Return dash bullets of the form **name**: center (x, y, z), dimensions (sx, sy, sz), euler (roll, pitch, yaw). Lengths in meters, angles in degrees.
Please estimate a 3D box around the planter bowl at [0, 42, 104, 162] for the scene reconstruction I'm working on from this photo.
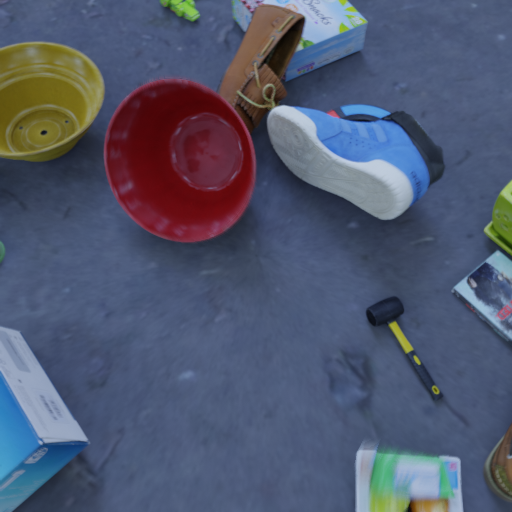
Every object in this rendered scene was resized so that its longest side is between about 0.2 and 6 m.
- **planter bowl**: center (-4.180, -2.656, 10.638), dimensions (2.764, 1.151, 2.764), euler (1, 63, -2)

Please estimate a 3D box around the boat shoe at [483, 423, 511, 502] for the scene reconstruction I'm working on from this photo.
- **boat shoe**: center (4.340, 2.274, 8.056), dimensions (1.014, 0.958, 2.819), euler (31, 66, 16)

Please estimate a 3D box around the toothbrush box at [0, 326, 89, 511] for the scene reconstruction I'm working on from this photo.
- **toothbrush box**: center (-4.066, 2.578, 7.355), dimensions (2.886, 1.231, 2.113), euler (-41, 68, -4)

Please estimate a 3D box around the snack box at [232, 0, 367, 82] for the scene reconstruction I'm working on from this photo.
- **snack box**: center (0.895, -5.156, 12.215), dimensions (2.018, 0.810, 2.393), euler (-26, 65, -12)

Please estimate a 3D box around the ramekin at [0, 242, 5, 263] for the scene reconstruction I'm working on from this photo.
- **ramekin**: center (-4.768, -0.093, 9.710), dimensions (0.695, 0.339, 0.695), euler (0, 61, 0)

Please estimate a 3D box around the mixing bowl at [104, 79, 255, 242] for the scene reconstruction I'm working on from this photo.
- **mixing bowl**: center (-1.085, -1.699, 9.657), dimensions (2.644, 2.644, 1.432), euler (19, 23, 10)

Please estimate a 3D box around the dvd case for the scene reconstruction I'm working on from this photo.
- **dvd case**: center (4.271, 0.788, 9.303), dimensions (1.191, 0.180, 1.632), euler (-35, 66, -17)

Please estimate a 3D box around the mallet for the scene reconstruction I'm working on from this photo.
- **mallet**: center (2.482, 1.430, 8.925), dimensions (0.582, 0.364, 1.767), euler (-30, 70, -18)

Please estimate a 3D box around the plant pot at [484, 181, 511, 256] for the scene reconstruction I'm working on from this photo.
- **plant pot**: center (4.897, -0.621, 9.390), dimensions (1.552, 1.415, 1.560), euler (-38, 68, -18)

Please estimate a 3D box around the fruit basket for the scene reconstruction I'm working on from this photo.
- **fruit basket**: center (2.071, 3.492, 7.485), dimensions (1.492, 0.755, 1.611), euler (6, 65, -3)

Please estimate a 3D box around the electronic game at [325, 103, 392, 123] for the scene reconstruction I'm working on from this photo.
- **electronic game**: center (2.035, -2.118, 10.766), dimensions (2.107, 0.438, 2.107), euler (0, 62, 0)

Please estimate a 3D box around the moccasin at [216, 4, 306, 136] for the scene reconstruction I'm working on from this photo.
- **moccasin**: center (0.108, -3.256, 10.712), dimensions (1.243, 1.178, 3.220), euler (17, 74, 22)

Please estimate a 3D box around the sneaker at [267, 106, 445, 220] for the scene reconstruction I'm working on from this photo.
- **sneaker**: center (1.801, -1.985, 9.996), dimensions (1.782, 1.230, 3.203), euler (-34, 52, -27)

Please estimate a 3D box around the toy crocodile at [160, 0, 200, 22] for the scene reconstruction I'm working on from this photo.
- **toy crocodile**: center (-1.796, -5.734, 12.826), dimensions (1.233, 0.381, 0.416), euler (38, 67, 14)
